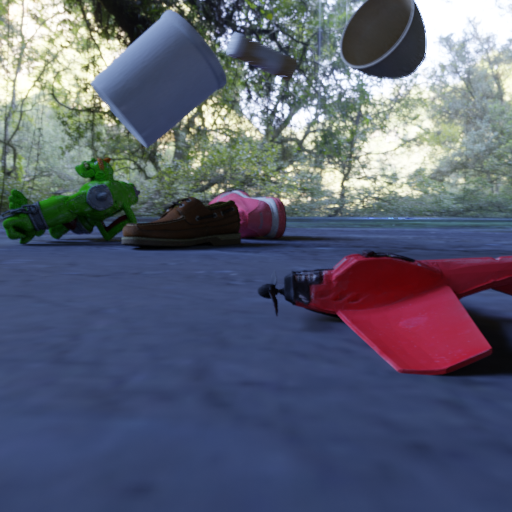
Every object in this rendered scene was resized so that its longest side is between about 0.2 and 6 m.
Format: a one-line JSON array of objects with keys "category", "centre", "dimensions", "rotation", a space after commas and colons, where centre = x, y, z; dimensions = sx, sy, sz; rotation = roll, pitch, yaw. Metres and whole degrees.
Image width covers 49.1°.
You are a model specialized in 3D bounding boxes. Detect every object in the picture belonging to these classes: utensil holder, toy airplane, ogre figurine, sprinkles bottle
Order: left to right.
[{"category": "ogre figurine", "centre": [-3.785, -1.068, 12.218], "dimensions": [2.094, 1.713, 3.492], "rotation": [-17, -12, 6]}, {"category": "utensil holder", "centre": [-1.616, -2.875, 9.254], "dimensions": [1.746, 1.483, 1.483], "rotation": [-42, 11, -5]}, {"category": "sprinkles bottle", "centre": [0.122, -4.212, 11.861], "dimensions": [1.459, 0.498, 0.498], "rotation": [17, -1, -19]}, {"category": "toy airplane", "centre": [1.218, 0.190, 3.436], "dimensions": [2.430, 0.447, 2.430], "rotation": [0, 7, 0]}]

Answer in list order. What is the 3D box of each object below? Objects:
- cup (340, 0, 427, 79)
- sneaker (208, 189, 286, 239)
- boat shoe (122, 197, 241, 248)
[{"category": "cup", "centre": [1.838, -2.864, 7.552], "dimensions": [0.824, 1.152, 1.152], "rotation": [21, -10, -39]}, {"category": "sneaker", "centre": [-0.660, -1.032, 13.607], "dimensions": [1.405, 1.194, 3.240], "rotation": [-4, 7, -32]}, {"category": "boat shoe", "centre": [-1.368, -0.636, 10.414], "dimensions": [0.974, 0.920, 2.707], "rotation": [4, 6, 38]}]
